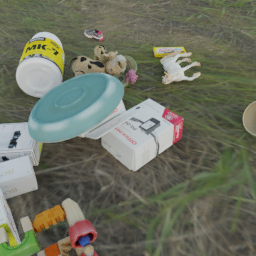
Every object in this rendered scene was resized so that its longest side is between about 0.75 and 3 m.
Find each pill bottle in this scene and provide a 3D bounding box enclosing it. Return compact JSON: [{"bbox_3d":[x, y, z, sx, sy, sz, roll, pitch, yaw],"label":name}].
[{"bbox_3d":[-3.503,-2.719,11.555,1.692,1.692,2.961,-5,41,-6],"label":"pill bottle"}]

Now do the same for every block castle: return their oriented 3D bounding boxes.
[{"bbox_3d":[-1.823,2.655,5.212,2.605,1.741,1.222,-20,45,-21],"label":"block castle"}]

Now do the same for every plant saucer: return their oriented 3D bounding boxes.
[{"bbox_3d":[-1.531,-0.735,7.757,2.917,0.400,2.917,-17,36,13],"label":"plant saucer"}]

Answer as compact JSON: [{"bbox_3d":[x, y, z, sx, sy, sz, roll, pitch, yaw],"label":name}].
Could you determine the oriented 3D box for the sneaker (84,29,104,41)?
[{"bbox_3d":[-1.865,-5.226,15.433,1.327,0.495,0.535,26,47,28],"label":"sneaker"}]

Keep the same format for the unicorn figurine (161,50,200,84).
[{"bbox_3d":[2.118,-2.523,12.045,1.824,0.981,2.655,-16,28,-4],"label":"unicorn figurine"}]

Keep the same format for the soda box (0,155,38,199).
[{"bbox_3d":[-3.610,1.489,7.374,2.209,0.703,0.752,-16,43,-17],"label":"soda box"}]

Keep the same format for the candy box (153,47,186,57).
[{"bbox_3d":[2.074,-3.794,13.975,1.547,0.204,0.791,-2,38,-2],"label":"candy box"}]

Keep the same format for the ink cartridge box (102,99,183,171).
[{"bbox_3d":[0.439,0.137,8.806,2.146,0.895,1.558,-30,49,-31],"label":"ink cartridge box"}]

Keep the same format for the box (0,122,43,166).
[{"bbox_3d":[-3.838,0.527,8.511,2.297,0.690,1.340,-5,41,-5],"label":"box"}]

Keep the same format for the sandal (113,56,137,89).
[{"bbox_3d":[-0.159,-2.536,12.105,0.973,0.699,2.451,6,41,7],"label":"sandal"}]

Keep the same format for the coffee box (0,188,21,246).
[{"bbox_3d":[-3.272,2.182,5.895,1.548,1.545,1.531,-21,45,-23],"label":"coffee box"}]

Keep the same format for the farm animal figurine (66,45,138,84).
[{"bbox_3d":[-0.741,-2.318,10.573,2.085,1.299,2.582,36,44,7],"label":"farm animal figurine"}]

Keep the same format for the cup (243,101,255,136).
[{"bbox_3d":[4.575,-0.297,9.286,0.842,1.177,1.177,5,31,-39],"label":"cup"}]

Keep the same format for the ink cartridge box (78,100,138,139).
[{"bbox_3d":[-1.332,-0.617,8.719,1.733,0.998,2.992,-33,25,-33],"label":"ink cartridge box"}]
